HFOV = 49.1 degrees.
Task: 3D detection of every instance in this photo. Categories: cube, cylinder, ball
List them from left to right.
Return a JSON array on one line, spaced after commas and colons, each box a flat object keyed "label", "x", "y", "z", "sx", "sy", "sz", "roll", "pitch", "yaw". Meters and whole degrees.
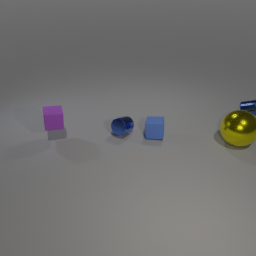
[{"label": "cube", "x": -2.861, "y": -0.388, "z": 10.730, "sx": 0.700, "sy": 0.700, "sz": 0.700, "roll": -6, "pitch": 33, "yaw": -17}, {"label": "cylinder", "x": -0.218, "y": -0.100, "z": 11.348, "sx": 0.700, "sy": 0.700, "sz": 0.700, "roll": 17, "pitch": 18, "yaw": 27}, {"label": "cube", "x": 1.084, "y": -0.014, "z": 11.279, "sx": 0.700, "sy": 0.700, "sz": 0.700, "roll": 2, "pitch": 26, "yaw": 11}, {"label": "ball", "x": 4.225, "y": 0.012, "z": 10.614, "sx": 1.400, "sy": 1.400, "sz": 1.400, "roll": 0, "pitch": 30, "yaw": 0}, {"label": "cylinder", "x": 5.462, "y": -0.876, "z": 12.542, "sx": 0.700, "sy": 0.700, "sz": 0.700, "roll": -6, "pitch": 22, "yaw": 36}]
